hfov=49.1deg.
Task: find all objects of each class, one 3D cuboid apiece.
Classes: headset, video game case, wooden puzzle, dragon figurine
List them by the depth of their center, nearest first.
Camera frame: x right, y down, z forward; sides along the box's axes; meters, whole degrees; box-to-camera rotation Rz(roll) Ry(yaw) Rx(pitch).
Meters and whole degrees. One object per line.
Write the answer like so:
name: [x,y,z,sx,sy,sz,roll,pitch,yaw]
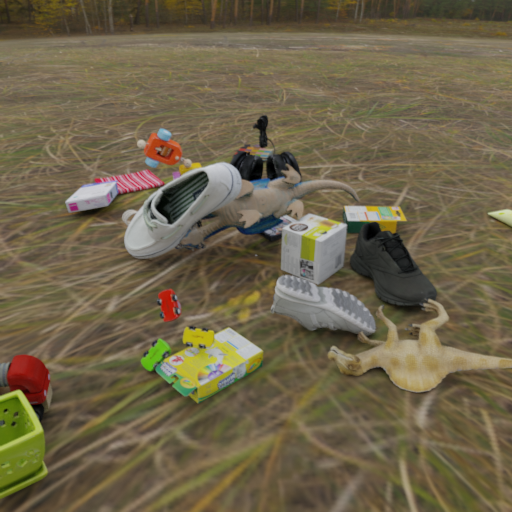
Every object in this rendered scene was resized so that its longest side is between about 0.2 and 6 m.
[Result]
dragon figurine: [0.089,-1.076,11.701,3.843,1.131,1.911,-18,2,-21]
video game case: [0.477,-0.670,12.780,1.022,0.130,0.924,-18,33,-31]
headset: [0.197,-2.383,14.585,1.940,1.476,3.141,1,39,0]
wooden puzzle: [-0.094,-3.171,17.507,1.044,0.124,1.760,8,29,14]

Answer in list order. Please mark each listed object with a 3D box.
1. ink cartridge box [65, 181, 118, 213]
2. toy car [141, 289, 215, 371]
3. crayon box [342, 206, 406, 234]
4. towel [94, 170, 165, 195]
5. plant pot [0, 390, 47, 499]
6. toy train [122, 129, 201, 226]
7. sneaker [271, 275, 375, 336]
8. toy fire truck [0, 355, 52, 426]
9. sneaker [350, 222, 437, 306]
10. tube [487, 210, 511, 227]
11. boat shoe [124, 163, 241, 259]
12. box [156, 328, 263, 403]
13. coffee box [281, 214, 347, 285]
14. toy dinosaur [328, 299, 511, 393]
ink cartridge box: [-4.002,-1.498,13.880,0.974,0.343,1.633,-10,23,1]
toy car: [-1.280,1.249,8.408,1.192,1.121,0.266,41,2,23]
crayon box: [2.697,-0.832,12.871,1.319,0.340,0.829,0,28,2]
towel: [-3.457,-1.997,15.237,1.628,0.183,1.177,-15,32,-27]
plant pot: [-2.985,2.267,6.520,0.909,0.829,0.914,-20,34,-31]
toy train: [-2.000,-1.615,12.143,1.725,2.296,0.639,14,29,-26]
sneaker: [1.091,0.926,9.240,1.787,0.733,0.668,23,31,0]
toy fire truck: [-3.425,1.479,7.396,1.223,1.390,0.894,-4,29,-7]
sneaker: [2.480,0.124,10.345,0.870,1.039,2.290,-10,31,-23]
tube: [5.994,-0.793,12.819,0.422,0.378,1.456,31,10,-26]
boat shoe: [-1.683,-0.903,10.645,1.005,3.011,1.107,-2,61,-57]
box: [-0.687,1.624,8.262,1.430,0.346,0.839,-20,35,-38]
coffee box: [1.116,-0.160,10.964,0.926,0.937,0.935,21,35,34]
toy dinosaur: [2.546,1.439,8.425,2.835,0.825,1.434,-2,42,13]
